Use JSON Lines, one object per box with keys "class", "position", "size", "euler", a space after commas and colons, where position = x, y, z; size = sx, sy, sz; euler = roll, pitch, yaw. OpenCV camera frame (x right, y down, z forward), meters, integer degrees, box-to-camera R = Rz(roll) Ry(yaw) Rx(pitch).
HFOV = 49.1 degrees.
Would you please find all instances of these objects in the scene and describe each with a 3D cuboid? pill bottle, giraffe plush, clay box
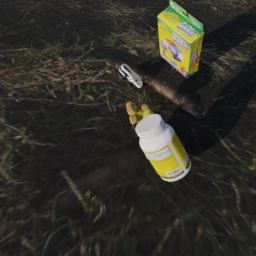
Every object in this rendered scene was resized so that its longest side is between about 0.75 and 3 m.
{"class": "pill bottle", "position": [0.856, 0.479, 6.917], "size": [0.904, 1.607, 0.904], "euler": [-25, 29, 15]}
{"class": "giraffe plush", "position": [0.397, -0.437, 8.349], "size": [0.715, 0.882, 0.761], "euler": [-16, 34, 6]}
{"class": "clay box", "position": [1.823, -3.049, 9.958], "size": [0.658, 2.764, 1.588], "euler": [-42, 70, -4]}

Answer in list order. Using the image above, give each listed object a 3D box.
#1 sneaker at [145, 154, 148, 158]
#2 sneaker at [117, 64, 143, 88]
{"class": "sneaker", "position": [0.687, 0.436, 7.943], "size": [0.511, 0.468, 1.220], "euler": [14, 46, -42]}
{"class": "sneaker", "position": [0.055, -1.871, 10.638], "size": [1.086, 0.608, 0.397], "euler": [50, 54, -1]}
